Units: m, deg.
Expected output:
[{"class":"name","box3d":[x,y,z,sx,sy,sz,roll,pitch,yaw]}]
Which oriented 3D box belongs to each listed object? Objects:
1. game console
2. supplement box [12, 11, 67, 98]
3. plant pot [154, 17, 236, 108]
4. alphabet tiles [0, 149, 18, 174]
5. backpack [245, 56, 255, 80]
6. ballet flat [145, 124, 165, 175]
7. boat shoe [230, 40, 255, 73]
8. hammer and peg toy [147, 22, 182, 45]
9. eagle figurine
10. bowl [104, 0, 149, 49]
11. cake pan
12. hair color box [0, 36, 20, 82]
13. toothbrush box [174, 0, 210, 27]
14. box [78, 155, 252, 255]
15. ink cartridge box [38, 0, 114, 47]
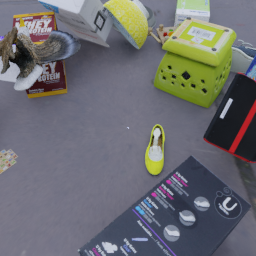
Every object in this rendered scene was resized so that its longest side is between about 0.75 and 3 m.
[{"class":"game console","box3d":[2.359,-0.158,5.529,1.319,0.231,1.491,25,95,-6]},{"class":"supplement box","box3d":[-2.813,-2.360,9.058,1.280,1.928,1.901,-9,51,-7]},{"class":"plant pot","box3d":[2.203,-2.229,9.000,2.072,1.880,2.062,24,55,20]},{"class":"alphabet tiles","box3d":[-3.418,0.905,7.604,0.639,0.024,0.768,36,59,26]},{"class":"backpack","box3d":[3.898,-0.895,7.417,1.927,2.615,2.864,23,52,6]},{"class":"ballet flat","box3d":[0.750,0.523,7.608,0.502,0.504,1.502,6,51,7]},{"class":"boat shoe","box3d":[4.141,-2.473,9.812,2.488,0.932,0.769,15,53,11]},{"class":"hammer and peg toy","box3d":[1.546,-3.543,10.939,1.609,0.568,1.184,-9,53,-7]},{"class":"eagle figurine","box3d":[-1.708,-1.335,5.038,1.264,1.665,1.257,23,99,15]},{"class":"bowl","box3d":[0.129,-4.002,10.227,1.074,1.995,1.995,-41,57,5]},{"class":"cake pan","box3d":[0.207,-4.769,12.071,2.037,0.374,2.037,0,50,0]},{"class":"hair color box","box3d":[-2.862,-1.449,5.654,1.469,0.803,0.476,7,32,-9]},{"class":"toothbrush box","box3d":[2.714,-4.933,11.926,1.341,0.793,1.841,7,50,5]},{"class":"box","box3d":[0.709,2.197,5.403,2.859,1.747,1.516,-35,60,-24]},{"class":"ink cartridge box","box3d":[-1.594,-3.964,9.844,1.613,2.785,0.929,24,92,17]}]
